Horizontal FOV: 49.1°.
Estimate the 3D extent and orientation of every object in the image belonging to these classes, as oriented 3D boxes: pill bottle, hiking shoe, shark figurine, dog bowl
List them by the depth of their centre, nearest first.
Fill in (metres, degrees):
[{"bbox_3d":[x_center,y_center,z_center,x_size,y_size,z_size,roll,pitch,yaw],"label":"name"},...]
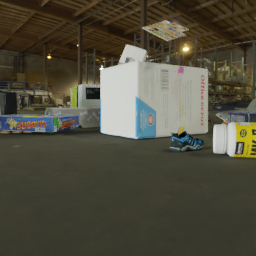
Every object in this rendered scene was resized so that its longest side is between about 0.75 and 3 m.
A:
[{"bbox_3d":[1.916,0.191,4.543,0.996,0.569,0.569,1,5,12],"label":"pill bottle"},{"bbox_3d":[1.141,0.237,5.240,0.840,0.364,0.312,-4,6,-39],"label":"hiking shoe"},{"bbox_3d":[5.075,-0.651,11.069,2.677,1.117,1.600,-3,15,-22],"label":"shark figurine"},{"bbox_3d":[-2.215,-0.464,11.632,2.626,0.770,2.626,0,4,0],"label":"dog bowl"}]

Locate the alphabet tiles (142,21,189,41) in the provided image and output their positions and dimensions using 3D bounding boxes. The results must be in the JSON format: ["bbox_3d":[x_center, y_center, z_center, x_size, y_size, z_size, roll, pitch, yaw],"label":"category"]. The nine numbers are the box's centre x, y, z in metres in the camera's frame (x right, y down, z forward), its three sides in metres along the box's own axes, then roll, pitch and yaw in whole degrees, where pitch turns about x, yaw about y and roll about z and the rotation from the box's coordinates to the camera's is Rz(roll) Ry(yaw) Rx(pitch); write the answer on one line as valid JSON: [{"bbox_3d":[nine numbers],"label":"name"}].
[{"bbox_3d":[1.005,-2.433,6.956,1.033,0.039,0.863,-28,52,-34],"label":"alphabet tiles"}]

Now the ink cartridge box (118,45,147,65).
[{"bbox_3d":[-0.032,-1.876,10.999,0.926,2.184,1.590,20,-21,4],"label":"ink cartridge box"}]

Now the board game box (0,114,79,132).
[{"bbox_3d":[-3.061,-0.184,8.883,2.510,0.432,1.699,2,5,16],"label":"board game box"}]

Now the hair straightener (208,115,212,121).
[{"bbox_3d":[3.626,-0.590,14.628,0.986,0.524,2.563,3,6,36],"label":"hair straightener"}]

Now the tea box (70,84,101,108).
[{"bbox_3d":[-1.384,-1.256,14.596,2.757,1.842,2.712,-2,5,-22],"label":"tea box"}]

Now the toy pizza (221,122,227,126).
[{"bbox_3d":[4.518,-0.188,11.709,1.181,0.187,1.181,0,5,0],"label":"toy pizza"}]

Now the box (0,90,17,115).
[{"bbox_3d":[-7.171,-1.037,13.372,2.677,1.650,2.656,1,3,4],"label":"box"}]

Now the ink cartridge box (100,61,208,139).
[{"bbox_3d":[0.913,-0.766,8.212,2.958,1.901,1.852,-2,4,-35],"label":"ink cartridge box"}]

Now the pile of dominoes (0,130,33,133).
[{"bbox_3d":[-4.243,-0.100,9.190,2.559,0.407,1.995,-2,5,-23],"label":"pile of dominoes"}]

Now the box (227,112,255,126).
[{"bbox_3d":[3.109,-0.043,6.844,0.948,0.668,1.282,0,4,-3],"label":"box"}]
